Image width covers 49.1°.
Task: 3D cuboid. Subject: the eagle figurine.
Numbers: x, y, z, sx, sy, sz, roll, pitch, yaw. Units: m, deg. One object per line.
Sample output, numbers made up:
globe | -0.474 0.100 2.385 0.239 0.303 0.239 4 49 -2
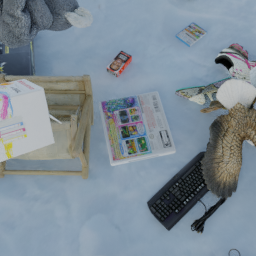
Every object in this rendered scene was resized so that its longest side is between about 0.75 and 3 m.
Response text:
eagle figurine | 3.334 0.302 7.893 2.246 2.258 2.976 11 59 -12

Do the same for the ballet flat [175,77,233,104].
ballet flat | 2.622 -1.169 9.354 2.049 0.737 0.737 -13 64 -5

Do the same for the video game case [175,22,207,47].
video game case | 2.467 -3.643 10.897 1.038 0.092 0.743 -40 69 -18

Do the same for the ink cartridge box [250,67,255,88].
ink cartridge box | 4.947 -1.186 8.897 2.509 0.546 2.178 34 41 -10

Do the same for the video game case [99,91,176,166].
video game case | 0.250 -0.047 8.992 2.046 0.266 2.248 -11 65 -5

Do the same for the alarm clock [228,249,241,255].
alarm clock | 2.674 3.790 6.929 1.004 0.496 1.489 5 65 3

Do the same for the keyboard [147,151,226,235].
keyboard | 1.910 1.905 7.958 2.549 0.263 1.620 -40 66 -17

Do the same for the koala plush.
koala plush | -2.297 -3.218 7.559 2.070 2.145 2.334 26 26 37

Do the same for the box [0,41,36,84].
box | -4.537 -2.487 9.938 2.311 0.748 2.931 -9 64 -6

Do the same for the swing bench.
swing bench | -2.486 -0.086 8.229 2.723 1.776 2.738 1 58 1

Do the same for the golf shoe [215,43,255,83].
golf shoe | 4.043 -1.930 9.665 1.065 0.839 2.312 -34 59 -11

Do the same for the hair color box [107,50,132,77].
hair color box | -0.309 -2.320 10.118 0.478 0.288 0.941 31 68 13

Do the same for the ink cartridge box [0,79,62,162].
ink cartridge box | -2.680 -0.200 6.116 2.098 1.314 1.349 -21 30 -31
